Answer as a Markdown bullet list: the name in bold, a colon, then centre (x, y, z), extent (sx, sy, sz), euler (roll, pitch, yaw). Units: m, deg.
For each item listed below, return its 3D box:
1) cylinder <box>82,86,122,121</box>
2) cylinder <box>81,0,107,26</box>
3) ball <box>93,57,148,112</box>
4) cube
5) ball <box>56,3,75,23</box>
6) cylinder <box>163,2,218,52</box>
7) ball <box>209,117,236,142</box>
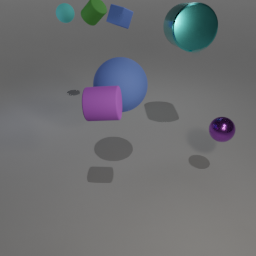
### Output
- **cylinder**: centre (-0.512, -0.498, 5.727), extent (0.700, 0.700, 0.700), euler (-2, 29, 7)
- **cylinder**: centre (-1.235, -4.199, 10.106), extent (0.700, 0.700, 0.700), euler (-30, 5, 43)
- **ball**: centre (-0.195, -1.108, 7.224), extent (1.400, 1.400, 1.400), euler (0, 30, 0)
- **cube**: centre (-0.330, -4.533, 11.399), extent (0.700, 0.700, 0.700), euler (29, 20, 29)
- **ball**: centre (-2.391, -4.375, 10.668), extent (0.700, 0.700, 0.700), euler (0, 30, 0)
- **cylinder**: centre (1.939, -3.218, 8.900), extent (1.400, 1.400, 1.400), euler (-2, 23, -4)
- **ball**: centre (2.575, 0.039, 7.676), extent (0.700, 0.700, 0.700), euler (0, 30, 0)
